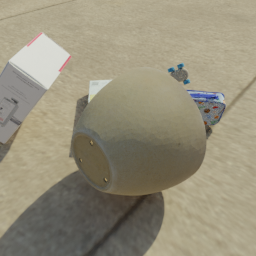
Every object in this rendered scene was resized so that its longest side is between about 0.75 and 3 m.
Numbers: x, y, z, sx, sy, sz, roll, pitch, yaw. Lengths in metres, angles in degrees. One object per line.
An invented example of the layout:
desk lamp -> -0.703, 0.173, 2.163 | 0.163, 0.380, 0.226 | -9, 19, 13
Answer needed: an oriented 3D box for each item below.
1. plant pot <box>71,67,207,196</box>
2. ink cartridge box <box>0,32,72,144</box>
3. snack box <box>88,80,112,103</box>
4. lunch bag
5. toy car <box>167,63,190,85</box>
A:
plant pot -> -0.062, 0.313, 5.759 | 2.715, 2.715, 1.822 | 32, 44, 33
ink cartridge box -> -2.904, -1.067, 7.682 | 1.077, 2.601, 1.906 | 37, 36, -19
snack box -> -0.410, -0.637, 8.737 | 1.636, 0.522, 2.816 | -3, 38, -2
lunch bag -> 2.091, -0.616, 8.110 | 1.426, 1.143, 0.539 | 4, 53, 3
toy car -> 1.801, -1.889, 10.131 | 0.715, 0.745, 0.809 | -21, 9, 7
